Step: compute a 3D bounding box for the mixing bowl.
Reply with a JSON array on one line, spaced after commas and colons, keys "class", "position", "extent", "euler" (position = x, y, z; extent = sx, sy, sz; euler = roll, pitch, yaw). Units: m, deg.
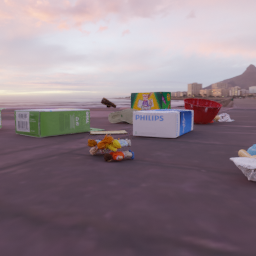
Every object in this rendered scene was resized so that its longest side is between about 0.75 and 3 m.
[{"class": "mixing bowl", "position": [3.644, -0.804, 13.997], "extent": [1.872, 1.014, 1.872], "euler": [5, 19, -2]}]

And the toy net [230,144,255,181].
[{"class": "toy net", "position": [2.219, 0.571, 4.446], "extent": [0.965, 0.355, 1.840], "euler": [7, 10, 33]}]

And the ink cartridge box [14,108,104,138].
[{"class": "ink cartridge box", "position": [-2.376, -0.269, 10.170], "extent": [1.517, 0.867, 2.922], "euler": [5, 7, 39]}]

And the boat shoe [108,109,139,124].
[{"class": "boat shoe", "position": [0.039, -0.605, 14.205], "extent": [2.117, 0.760, 0.716], "euler": [0, 6, 33]}]

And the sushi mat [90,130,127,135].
[{"class": "sushi mat", "position": [-0.693, 0.161, 9.859], "extent": [1.288, 0.078, 0.616], "euler": [-1, 7, -12]}]

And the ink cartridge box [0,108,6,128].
[{"class": "ink cartridge box", "position": [-5.868, -0.332, 10.796], "extent": [1.505, 0.859, 2.898], "euler": [-1, 6, -8]}]

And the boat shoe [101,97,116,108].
[{"class": "boat shoe", "position": [-0.957, -1.170, 13.687], "extent": [0.356, 0.355, 1.010], "euler": [29, 1, 43]}]

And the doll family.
[{"class": "doll family", "position": [-0.417, 0.339, 5.684], "extent": [0.716, 0.520, 1.154], "euler": [-3, 6, -29]}]

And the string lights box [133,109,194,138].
[{"class": "string lights box", "position": [1.342, -0.234, 9.899], "extent": [1.437, 0.824, 2.796], "euler": [3, 6, 24]}]

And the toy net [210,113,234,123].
[{"class": "toy net", "position": [4.596, -0.578, 15.165], "extent": [2.695, 0.520, 1.414], "euler": [-1, 6, -12]}]

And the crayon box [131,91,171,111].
[{"class": "crayon box", "position": [1.369, -1.385, 17.455], "extent": [0.826, 1.685, 2.837], "euler": [-5, 7, -40]}]
